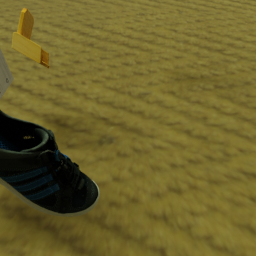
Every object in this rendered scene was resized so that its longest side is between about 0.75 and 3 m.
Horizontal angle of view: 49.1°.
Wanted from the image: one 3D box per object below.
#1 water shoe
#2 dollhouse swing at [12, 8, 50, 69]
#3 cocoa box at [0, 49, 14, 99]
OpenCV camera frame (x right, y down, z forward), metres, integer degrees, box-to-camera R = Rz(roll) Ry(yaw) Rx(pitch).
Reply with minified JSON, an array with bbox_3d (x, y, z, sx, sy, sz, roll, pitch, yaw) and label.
[{"bbox_3d":[-1.297,0.538,4.057,2.454,0.968,0.877,34,42,-24],"label":"water shoe"},{"bbox_3d":[-2.392,-2.317,7.372,1.079,1.187,1.044,29,92,-8],"label":"dollhouse swing"},{"bbox_3d":[-3.247,-1.349,5.246,1.222,1.862,1.242,-5,39,7],"label":"cocoa box"}]
